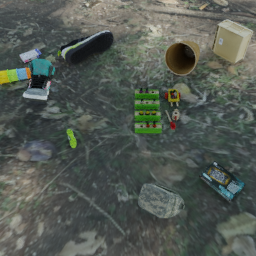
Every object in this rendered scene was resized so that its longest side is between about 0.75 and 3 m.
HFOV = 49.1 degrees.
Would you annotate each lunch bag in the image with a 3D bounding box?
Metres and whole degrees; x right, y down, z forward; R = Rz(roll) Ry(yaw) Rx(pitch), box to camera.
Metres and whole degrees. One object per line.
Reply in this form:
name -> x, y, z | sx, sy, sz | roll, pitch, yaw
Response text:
lunch bag -> 0.997, 2.148, 8.350 | 1.137, 0.953, 0.792 | 14, 86, 45

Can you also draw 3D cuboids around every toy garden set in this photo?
toy garden set -> 1.254, -0.836, 11.421 | 1.956, 0.468, 2.347 | 0, 50, 0

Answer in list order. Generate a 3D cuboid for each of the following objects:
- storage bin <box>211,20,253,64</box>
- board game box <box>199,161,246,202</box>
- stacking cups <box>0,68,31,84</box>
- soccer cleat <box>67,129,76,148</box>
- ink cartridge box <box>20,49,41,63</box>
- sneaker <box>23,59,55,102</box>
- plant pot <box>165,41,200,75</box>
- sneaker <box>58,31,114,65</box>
storage bin -> 4.965, -4.176, 13.564 | 0.722, 1.540, 1.529 | -35, 58, -23
board game box -> 3.150, 1.766, 9.414 | 0.856, 0.178, 1.265 | -35, 58, -26
stacking cups -> -4.790, -2.418, 12.740 | 2.044, 0.619, 0.619 | -9, 50, -12
soccer cleat -> -2.108, 0.410, 10.517 | 0.261, 0.314, 0.774 | -16, 72, -13
ink cartridge box -> -4.837, -3.610, 13.958 | 0.943, 0.198, 0.562 | -30, 56, -19
sneaker -> -3.465, -1.929, 11.006 | 1.044, 1.508, 2.497 | 6, 16, -13
plant pot -> 2.737, -3.475, 13.149 | 1.512, 1.512, 1.622 | 25, 41, 19
sneaker -> -2.110, -4.236, 13.918 | 2.954, 1.059, 1.223 | -31, 56, -24
